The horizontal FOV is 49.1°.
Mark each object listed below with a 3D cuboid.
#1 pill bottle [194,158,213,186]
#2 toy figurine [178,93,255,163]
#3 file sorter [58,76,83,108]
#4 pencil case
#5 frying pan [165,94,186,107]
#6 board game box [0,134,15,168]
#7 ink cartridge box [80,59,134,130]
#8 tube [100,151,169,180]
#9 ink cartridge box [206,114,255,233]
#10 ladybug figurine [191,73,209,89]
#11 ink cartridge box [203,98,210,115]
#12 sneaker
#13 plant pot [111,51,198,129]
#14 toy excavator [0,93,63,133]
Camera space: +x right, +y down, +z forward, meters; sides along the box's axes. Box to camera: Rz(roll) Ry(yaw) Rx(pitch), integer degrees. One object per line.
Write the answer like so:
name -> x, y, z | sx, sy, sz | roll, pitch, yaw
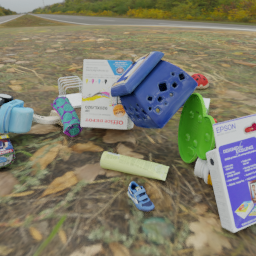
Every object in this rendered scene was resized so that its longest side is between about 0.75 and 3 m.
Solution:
pill bottle -> 2.674, 1.259, 7.733 | 1.545, 0.844, 0.844 | 14, 29, 29
toy figurine -> 3.266, 0.212, 8.581 | 2.705, 2.206, 2.939 | 6, 10, -7
file sorter -> -2.689, -1.773, 13.725 | 1.202, 1.079, 1.732 | -11, 29, -21
pencil case -> -2.344, -0.460, 10.720 | 0.739, 0.680, 1.599 | -24, 57, -11
frying pan -> 1.874, -1.454, 13.937 | 2.471, 0.402, 1.495 | 8, 26, 8
board game box -> -4.488, 1.013, 8.511 | 1.937, 0.597, 1.935 | -14, 29, -26
ink cartridge box -> -0.658, -1.167, 10.412 | 1.757, 2.386, 1.726 | 4, 3, 8
tube -> 0.181, 1.161, 8.424 | 2.020, 0.524, 0.586 | 10, 66, 12
ink cartridge box -> 3.081, 0.891, 6.757 | 2.455, 2.478, 0.538 | -11, 1, -23
ladybug figurine -> 4.071, -2.721, 16.182 | 1.165, 0.617, 1.716 | -1, 26, -2
ink cartridge box -> 3.029, -0.791, 12.293 | 0.949, 0.542, 1.829 | 9, 27, 17
sneaker -> 0.309, 1.760, 7.205 | 0.369, 0.411, 0.999 | -15, 31, -32
plant pot -> 0.651, -1.210, 8.705 | 1.884, 1.694, 1.884 | -49, 16, -12
toy excavator -> -3.744, -0.365, 10.456 | 2.499, 1.248, 2.430 | 16, 13, -4
